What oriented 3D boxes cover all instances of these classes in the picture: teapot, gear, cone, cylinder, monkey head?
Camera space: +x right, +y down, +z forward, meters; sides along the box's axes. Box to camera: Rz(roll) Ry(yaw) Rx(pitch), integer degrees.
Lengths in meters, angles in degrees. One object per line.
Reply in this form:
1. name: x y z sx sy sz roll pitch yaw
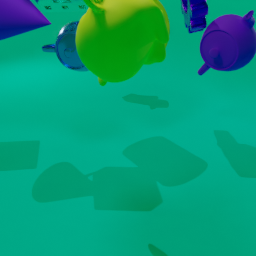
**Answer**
1. teapot: 2.231 -1.898 6.344 1.019 2.080 1.293 -35 80 -34
2. gear: 1.485 -3.283 6.623 0.358 1.937 1.937 -11 28 7
3. cone: -2.041 -2.200 5.487 1.299 1.294 1.294 21 34 15
4. cylinder: -0.008 -2.212 6.438 1.398 1.398 1.398 -20 23 -32
5. teapot: -0.971 -1.595 5.643 1.645 1.023 0.805 6 29 16
6. monkey head: -0.141 -1.278 3.546 1.100 1.826 1.314 -12 70 -4

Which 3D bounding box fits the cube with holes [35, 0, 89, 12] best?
1. cube with holes: -1.293 -3.009 5.407 1.049 1.049 1.049 0 -7 2
